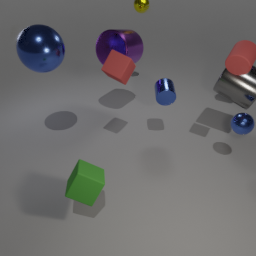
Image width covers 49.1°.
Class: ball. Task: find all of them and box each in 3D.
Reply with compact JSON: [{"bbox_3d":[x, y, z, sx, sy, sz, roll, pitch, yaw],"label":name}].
[{"bbox_3d":[3.588,-0.133,8.780,0.700,0.700,0.700,0,33,0],"label":"ball"},{"bbox_3d":[0.597,-5.408,12.279,0.700,0.700,0.700,0,33,0],"label":"ball"},{"bbox_3d":[-2.596,-2.363,8.388,1.400,1.400,1.400,0,33,0],"label":"ball"}]

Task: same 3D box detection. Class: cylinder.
[{"bbox_3d":[3.985,-1.587,9.890,1.400,1.400,1.400,34,43,14],"label":"cylinder"},{"bbox_3d":[-0.308,-3.084,10.855,1.400,1.400,1.400,17,25,24],"label":"cylinder"},{"bbox_3d":[1.294,-1.258,9.770,0.700,0.700,0.700,0,45,0],"label":"cylinder"},{"bbox_3d":[3.160,-1.945,7.775,0.700,0.700,0.700,21,60,28],"label":"cylinder"}]

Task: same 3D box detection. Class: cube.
[{"bbox_3d":[-1.019,1.301,6.708,0.700,0.700,0.700,26,16,-15],"label":"cube"},{"bbox_3d":[-0.276,-1.851,8.598,0.700,0.700,0.700,29,1,15],"label":"cube"}]
